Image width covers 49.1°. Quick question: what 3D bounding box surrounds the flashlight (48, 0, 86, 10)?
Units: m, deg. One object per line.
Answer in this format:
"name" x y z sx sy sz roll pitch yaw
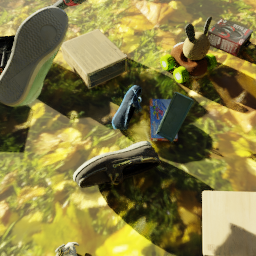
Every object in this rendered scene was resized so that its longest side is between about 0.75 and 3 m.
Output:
"flashlight" -2.421 -4.762 10.721 2.086 0.706 0.709 -9 73 45

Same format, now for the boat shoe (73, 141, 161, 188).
"boat shoe" -0.307 1.302 9.052 2.868 1.022 0.864 -21 52 -18

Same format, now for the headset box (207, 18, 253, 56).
"headset box" 4.910 -4.317 13.380 1.895 0.711 1.409 32 60 21

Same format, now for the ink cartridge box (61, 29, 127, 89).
"ink cartridge box" -1.504 -3.101 12.354 2.017 0.920 2.449 -28 58 -20

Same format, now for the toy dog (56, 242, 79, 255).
"toy dog" -1.544 3.624 7.722 0.789 0.550 0.765 38 30 26

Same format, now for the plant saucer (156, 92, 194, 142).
"plant saucer" 1.228 -0.277 7.424 0.528 1.510 0.143 27 42 9

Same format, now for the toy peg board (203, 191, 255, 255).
"toy peg board" 3.160 2.906 8.116 1.869 0.918 1.877 -3 51 17

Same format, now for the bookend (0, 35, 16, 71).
"bookend" -5.359 -3.012 12.259 2.132 0.982 2.119 -7 54 -4

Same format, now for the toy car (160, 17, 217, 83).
"toy car" 2.675 -3.435 11.677 1.976 2.406 1.898 -28 58 -19

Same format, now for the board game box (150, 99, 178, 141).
"board game box" 1.346 -0.341 10.785 0.995 0.188 1.932 2 54 0

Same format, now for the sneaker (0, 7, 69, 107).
"sneaker" -2.696 -1.983 8.121 1.102 1.766 2.993 30 86 -9

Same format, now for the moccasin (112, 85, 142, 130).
"moccasin" 0.147 -0.716 10.757 0.696 0.822 2.042 15 67 27
